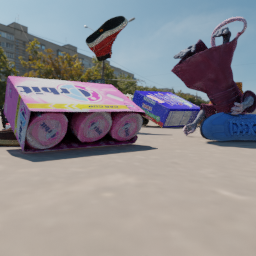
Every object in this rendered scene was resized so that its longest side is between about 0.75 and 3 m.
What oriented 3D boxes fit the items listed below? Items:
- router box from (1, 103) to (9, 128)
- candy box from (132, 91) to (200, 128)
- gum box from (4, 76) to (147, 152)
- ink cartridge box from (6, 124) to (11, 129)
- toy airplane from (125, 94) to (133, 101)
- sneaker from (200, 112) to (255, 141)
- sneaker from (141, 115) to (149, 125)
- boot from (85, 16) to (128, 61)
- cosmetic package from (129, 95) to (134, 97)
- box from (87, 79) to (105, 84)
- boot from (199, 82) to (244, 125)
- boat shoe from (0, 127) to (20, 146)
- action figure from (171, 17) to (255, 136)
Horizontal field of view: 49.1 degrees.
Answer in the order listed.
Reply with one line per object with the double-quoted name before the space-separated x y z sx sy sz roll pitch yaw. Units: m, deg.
"router box" -3.831 -0.785 12.125 2.807 0.872 2.103 -1 23 -15
"candy box" 1.791 -0.913 13.071 2.591 0.998 2.190 -2 28 -43
"gum box" -0.940 -0.292 5.351 2.373 0.785 1.347 -2 31 -37
"ink cartridge box" -2.424 0.073 6.813 0.915 0.392 0.675 -4 5 -36
"toy airplane" -0.271 -0.859 14.804 1.956 1.380 1.947 -12 -32 11
"sneaker" 2.591 -0.032 6.223 1.963 0.647 0.770 0 1 -14
"sneaker" 0.383 -0.555 13.315 1.250 0.891 2.520 -5 -1 6
"boot" -0.648 -3.463 11.032 1.813 0.657 1.308 -35 -33 4
"cosmetic package" -0.334 -1.232 17.974 1.431 1.736 1.432 1 3 14
"box" -1.572 -1.913 14.156 0.904 1.147 0.293 -6 -21 -6
"boot" 4.211 -1.174 13.571 2.733 2.114 1.007 1 3 22
"boat shoe" -2.048 0.022 5.711 1.688 0.608 0.609 -1 3 -13
"action figure" 2.334 -0.965 7.160 1.888 2.819 2.099 -7 34 50
